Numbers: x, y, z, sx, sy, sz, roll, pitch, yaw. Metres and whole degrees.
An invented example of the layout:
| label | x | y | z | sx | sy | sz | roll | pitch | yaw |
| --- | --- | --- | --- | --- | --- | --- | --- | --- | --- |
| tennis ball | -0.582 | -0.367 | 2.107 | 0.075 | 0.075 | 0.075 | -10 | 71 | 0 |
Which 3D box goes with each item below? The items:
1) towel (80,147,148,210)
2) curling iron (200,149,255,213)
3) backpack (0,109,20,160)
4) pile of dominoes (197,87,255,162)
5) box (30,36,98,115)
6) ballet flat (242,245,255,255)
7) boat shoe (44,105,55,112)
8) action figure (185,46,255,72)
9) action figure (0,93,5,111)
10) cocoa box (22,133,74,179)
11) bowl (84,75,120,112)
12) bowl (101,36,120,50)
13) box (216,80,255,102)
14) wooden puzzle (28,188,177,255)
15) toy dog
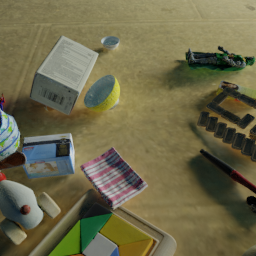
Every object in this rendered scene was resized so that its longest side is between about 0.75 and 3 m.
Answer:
| label | x | y | z | sx | sy | sz | roll | pitch | yaw |
| --- | --- | --- | --- | --- | --- | --- | --- | --- | --- |
| towel | -0.418 | 1.366 | 7.930 | 1.221 | 0.250 | 1.669 | -30 | 57 | -25 |
| curling iron | 3.050 | 1.443 | 8.119 | 0.648 | 0.334 | 2.614 | -25 | 51 | -22 |
| backpack | -4.459 | 0.349 | 8.447 | 2.266 | 1.742 | 1.848 | -6 | 40 | -21 |
| pile of dominoes | 3.885 | -0.113 | 9.601 | 2.163 | 0.442 | 2.775 | -40 | 53 | -17 |
| box | -2.264 | -1.923 | 10.115 | 1.548 | 1.319 | 2.420 | 25 | 46 | -10 |
| ballet flat | 3.805 | 2.862 | 6.440 | 2.468 | 0.857 | 0.857 | -9 | 47 | -8 |
| boat shoe | -2.823 | -1.096 | 10.496 | 0.453 | 0.483 | 1.311 | 5 | 43 | 19 |
| action figure | 4.039 | -2.966 | 12.085 | 2.874 | 0.786 | 1.698 | 3 | 43 | -2 |
| action figure | -4.732 | -0.894 | 10.267 | 0.326 | 0.495 | 1.000 | -7 | 44 | -7 |
| cocoa box | -2.323 | 0.833 | 8.284 | 1.385 | 0.924 | 0.909 | -5 | 47 | -5 |
| bowl | -0.798 | -1.102 | 10.099 | 1.481 | 0.797 | 1.481 | -25 | 42 | 25 |
| bowl | -0.816 | -3.955 | 13.224 | 0.874 | 0.393 | 0.874 | 0 | 47 | 0 |
| box | 4.235 | -1.333 | 10.734 | 1.540 | 0.386 | 0.580 | 20 | 50 | 17 |
| wooden puzzle | -0.598 | 2.925 | 6.585 | 2.757 | 0.513 | 2.550 | 27 | 52 | 23 |
| toy dog | -3.052 | 1.528 | 6.937 | 2.869 | 1.382 | 1.892 | 26 | 59 | 3 |
